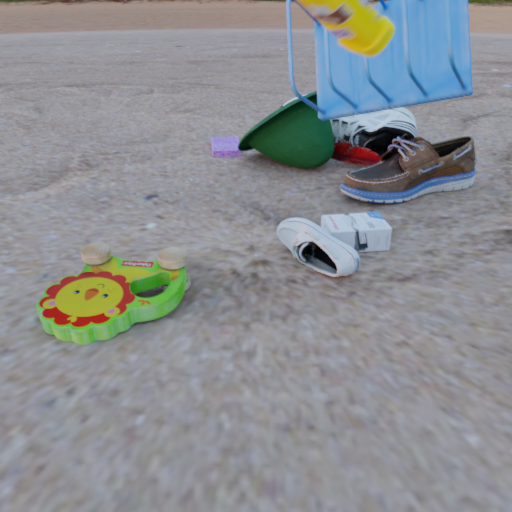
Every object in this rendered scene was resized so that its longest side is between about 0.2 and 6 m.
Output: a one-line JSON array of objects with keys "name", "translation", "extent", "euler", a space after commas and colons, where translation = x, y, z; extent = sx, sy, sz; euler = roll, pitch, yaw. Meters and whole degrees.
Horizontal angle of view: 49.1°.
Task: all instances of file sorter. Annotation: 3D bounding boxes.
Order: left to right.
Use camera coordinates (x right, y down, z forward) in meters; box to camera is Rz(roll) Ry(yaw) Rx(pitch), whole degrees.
[{"name": "file sorter", "translation": [1.869, -3.280, 8.584], "extent": [2.497, 1.732, 1.532], "euler": [-3, -2, 27]}]

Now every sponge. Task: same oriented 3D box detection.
[{"name": "sponge", "translation": [-0.745, -2.687, 13.739], "extent": [0.692, 0.185, 1.241], "euler": [-3, 27, -5]}]

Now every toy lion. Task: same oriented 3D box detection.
[{"name": "toy lion", "translation": [-1.812, 0.501, 7.148], "extent": [1.707, 0.586, 1.637], "euler": [3, 34, 5]}]

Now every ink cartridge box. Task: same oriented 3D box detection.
[{"name": "ink cartridge box", "translation": [1.566, -0.372, 8.907], "extent": [0.963, 0.406, 0.697], "euler": [-3, 27, -7]}]

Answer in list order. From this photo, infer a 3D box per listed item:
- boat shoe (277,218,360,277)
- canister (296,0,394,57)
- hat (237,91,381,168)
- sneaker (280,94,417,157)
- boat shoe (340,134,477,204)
[{"name": "boat shoe", "translation": [0.788, -0.103, 8.281], "extent": [0.512, 0.560, 1.558], "euler": [-17, 39, -39]}, {"name": "canister", "translation": [0.939, -2.728, 6.221], "extent": [1.040, 0.450, 0.772], "euler": [27, 14, -36]}, {"name": "hat", "translation": [1.315, -2.012, 12.326], "extent": [2.350, 2.497, 2.837], "euler": [-27, -2, -44]}, {"name": "sneaker", "translation": [2.109, -3.062, 13.230], "extent": [3.454, 1.304, 1.987], "euler": [6, 25, 7]}, {"name": "boat shoe", "translation": [2.987, -1.794, 10.949], "extent": [3.033, 1.098, 1.096], "euler": [-13, 30, -24]}]
